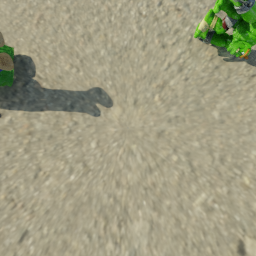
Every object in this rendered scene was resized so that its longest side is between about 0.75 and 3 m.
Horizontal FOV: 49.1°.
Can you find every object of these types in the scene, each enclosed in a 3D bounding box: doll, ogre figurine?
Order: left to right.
[{"bbox_3d":[-4.268,-1.456,6.993,2.880,0.698,1.965,-11,106,21],"label":"doll"},{"bbox_3d":[2.704,-2.583,7.065,1.510,2.518,1.236,29,66,-2],"label":"ogre figurine"}]

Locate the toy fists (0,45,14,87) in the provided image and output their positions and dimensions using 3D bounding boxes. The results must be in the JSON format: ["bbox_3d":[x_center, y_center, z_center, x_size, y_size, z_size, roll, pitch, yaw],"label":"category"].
[{"bbox_3d":[-3.519,-1.716,7.547,0.741,0.500,1.453,10,56,-35],"label":"toy fists"}]
